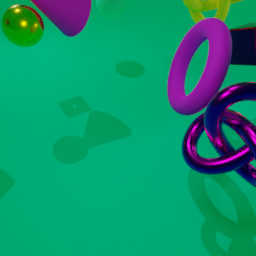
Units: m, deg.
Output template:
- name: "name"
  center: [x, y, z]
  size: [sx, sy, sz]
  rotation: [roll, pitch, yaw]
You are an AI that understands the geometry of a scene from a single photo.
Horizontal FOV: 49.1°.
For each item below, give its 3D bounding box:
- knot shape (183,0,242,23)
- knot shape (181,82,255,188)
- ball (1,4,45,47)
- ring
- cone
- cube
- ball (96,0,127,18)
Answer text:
- name: "knot shape"
  center: [2.149, -3.285, 7.254]
  size: [1.792, 1.677, 0.828]
  rotation: [13, 69, -7]
- name: "knot shape"
  center: [1.796, 0.221, 5.080]
  size: [1.867, 1.995, 0.922]
  rotation: [-5, 11, 46]
- name: "ball"
  center: [-2.601, -2.526, 6.965]
  size: [1.007, 1.007, 1.007]
  rotation: [0, 44, 0]
- name: "ring"
  center: [1.405, -1.253, 5.837]
  size: [0.407, 2.034, 2.034]
  rotation: [13, 42, -17]
- name: "cone"
  center: [-2.017, -3.279, 7.188]
  size: [1.540, 1.534, 1.534]
  rotation: [-3, 35, -48]
- name: "cube"
  center: [3.451, -2.331, 7.710]
  size: [0.987, 0.987, 0.987]
  rotation: [-22, 23, -23]
- name: "ball"
  center: [-0.606, -4.675, 10.328]
  size: [1.146, 1.146, 1.146]
  rotation: [0, 44, 0]
